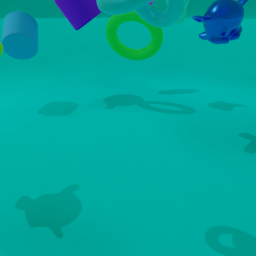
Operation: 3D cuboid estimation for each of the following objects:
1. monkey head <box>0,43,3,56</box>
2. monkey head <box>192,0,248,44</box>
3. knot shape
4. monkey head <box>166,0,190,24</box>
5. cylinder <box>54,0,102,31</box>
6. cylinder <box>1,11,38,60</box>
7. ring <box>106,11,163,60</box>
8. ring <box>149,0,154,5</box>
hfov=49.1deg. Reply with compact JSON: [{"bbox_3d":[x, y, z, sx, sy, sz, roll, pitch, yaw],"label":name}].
[{"bbox_3d":[-2.314,-0.870,4.065,0.821,0.980,1.362,6,32,-6],"label":"monkey head"},{"bbox_3d":[1.951,-2.323,6.098,1.472,0.887,1.059,-26,26,-18],"label":"monkey head"},{"bbox_3d":[0.093,-1.592,3.086,1.002,1.070,0.495,-13,4,25],"label":"knot shape"},{"bbox_3d":[1.679,-3.961,8.430,1.040,1.446,0.871,5,42,26],"label":"monkey head"},{"bbox_3d":[-1.600,-3.985,9.120,1.147,1.147,1.147,-31,24,15],"label":"cylinder"},{"bbox_3d":[-3.257,-2.791,8.498,1.020,1.020,1.020,-5,59,-10],"label":"cylinder"},{"bbox_3d":[0.187,-2.830,8.608,1.794,1.794,0.359,6,54,12],"label":"ring"},{"bbox_3d":[0.230,-4.937,9.944,1.602,1.602,0.320,-4,-5,-9],"label":"ring"}]
